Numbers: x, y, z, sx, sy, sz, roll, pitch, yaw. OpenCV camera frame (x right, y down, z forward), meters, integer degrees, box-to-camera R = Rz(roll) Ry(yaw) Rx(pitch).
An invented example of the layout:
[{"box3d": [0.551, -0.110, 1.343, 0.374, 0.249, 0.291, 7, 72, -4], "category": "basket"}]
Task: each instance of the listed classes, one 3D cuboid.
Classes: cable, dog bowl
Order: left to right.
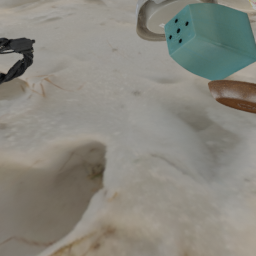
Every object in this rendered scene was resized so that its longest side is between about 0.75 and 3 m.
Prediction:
[{"box3d": [-2.699, -1.388, 6.014, 0.397, 1.274, 1.562, 47, 41, 1], "category": "cable"}, {"box3d": [1.396, -3.630, 8.637, 2.557, 2.557, 0.750, -10, 80, -12], "category": "dog bowl"}]

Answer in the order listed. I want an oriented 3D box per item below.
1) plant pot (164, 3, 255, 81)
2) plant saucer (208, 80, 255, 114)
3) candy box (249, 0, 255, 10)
[{"box3d": [1.887, -2.092, 6.699, 1.880, 1.329, 1.328, 4, 70, -35], "category": "plant pot"}, {"box3d": [2.126, -0.489, 4.936, 1.510, 0.276, 1.510, 17, 1, 0], "category": "plant saucer"}, {"box3d": [4.017, -3.426, 8.055, 1.135, 0.293, 2.221, 45, 28, 9], "category": "candy box"}]
